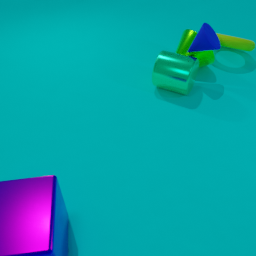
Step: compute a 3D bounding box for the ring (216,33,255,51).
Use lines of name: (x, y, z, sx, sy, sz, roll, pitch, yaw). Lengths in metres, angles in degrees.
ring: (3.707, -3.178, 10.315, 1.877, 0.375, 1.877, 10, 20, -4)

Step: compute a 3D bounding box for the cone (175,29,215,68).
cone: (1.879, -2.291, 9.644, 1.517, 1.511, 1.511, -42, 53, -4)

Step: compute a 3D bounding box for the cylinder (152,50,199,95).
cylinder: (1.482, -1.731, 8.730, 1.146, 1.146, 1.146, 19, 46, 20)

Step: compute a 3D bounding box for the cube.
cube: (-1.817, 1.822, 4.750, 1.390, 1.390, 1.390, -6, 43, -6)

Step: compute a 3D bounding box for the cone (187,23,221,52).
cone: (2.230, -2.622, 8.760, 0.920, 0.923, 0.920, 24, 53, -36)
